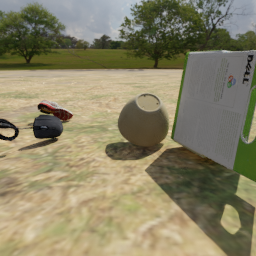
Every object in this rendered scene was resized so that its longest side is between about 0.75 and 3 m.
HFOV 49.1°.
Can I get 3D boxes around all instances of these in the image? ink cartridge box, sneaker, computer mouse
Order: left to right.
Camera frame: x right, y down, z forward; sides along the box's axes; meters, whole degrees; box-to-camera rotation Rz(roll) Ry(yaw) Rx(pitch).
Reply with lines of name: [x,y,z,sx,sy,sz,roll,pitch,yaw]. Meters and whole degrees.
computer mouse: [-2.116,-0.008,6.195,0.342,0.589,2.008,3,4,29]
sneaker: [-2.251,-0.611,8.843,1.114,0.433,0.458,24,33,-12]
ink cartridge box: [1.940,-0.353,5.095,1.006,1.962,2.655,4,11,-20]

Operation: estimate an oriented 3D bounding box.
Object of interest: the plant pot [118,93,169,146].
plant pot: [0.407,-0.312,6.380,1.230,0.826,1.230,4,53,-5]
